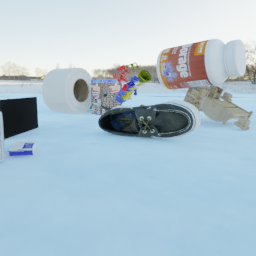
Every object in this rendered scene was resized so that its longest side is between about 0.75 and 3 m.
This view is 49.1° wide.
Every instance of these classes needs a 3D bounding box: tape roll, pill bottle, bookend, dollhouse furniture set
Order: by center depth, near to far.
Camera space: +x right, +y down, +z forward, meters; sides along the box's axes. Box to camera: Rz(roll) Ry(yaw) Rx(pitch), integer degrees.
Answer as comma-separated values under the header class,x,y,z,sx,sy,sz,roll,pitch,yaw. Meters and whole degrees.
class,x,y,z,sx,sy,sz,roll,pitch,yaw
bookend,-3.465,-0.310,6.848,1.870,0.867,1.882,1,8,6
pill bottle,2.081,-1.838,8.071,2.292,1.286,1.286,-2,6,37
dollhouse furniture set,2.903,-0.324,8.766,2.123,1.215,2.489,-3,34,-41
tape roll,-2.492,-1.591,11.921,1.315,1.915,1.915,4,9,30

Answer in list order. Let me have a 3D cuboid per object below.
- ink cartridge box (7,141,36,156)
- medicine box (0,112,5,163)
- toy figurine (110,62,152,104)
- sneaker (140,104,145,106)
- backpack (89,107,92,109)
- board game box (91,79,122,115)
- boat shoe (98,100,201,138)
class,x,y,z,sx,sy,sz,roll,pitch,yaw
ink cartridge box,-1.809,0.361,4.813,0.375,0.147,0.793,-1,6,-14
medicine box,-2.749,0.190,3.725,1.390,0.785,1.526,4,10,22
toy figurine,-0.067,-1.285,8.807,0.923,1.048,1.750,39,35,7
sneaker,0.548,-0.625,10.020,0.392,0.414,1.008,40,18,6
backpack,-1.197,-1.445,13.265,1.408,1.250,1.060,3,13,-9
board game box,-0.876,-1.300,11.614,1.131,1.418,0.687,-8,12,-42
boat shoe,0.371,-0.118,6.159,2.411,0.827,0.683,1,17,39
